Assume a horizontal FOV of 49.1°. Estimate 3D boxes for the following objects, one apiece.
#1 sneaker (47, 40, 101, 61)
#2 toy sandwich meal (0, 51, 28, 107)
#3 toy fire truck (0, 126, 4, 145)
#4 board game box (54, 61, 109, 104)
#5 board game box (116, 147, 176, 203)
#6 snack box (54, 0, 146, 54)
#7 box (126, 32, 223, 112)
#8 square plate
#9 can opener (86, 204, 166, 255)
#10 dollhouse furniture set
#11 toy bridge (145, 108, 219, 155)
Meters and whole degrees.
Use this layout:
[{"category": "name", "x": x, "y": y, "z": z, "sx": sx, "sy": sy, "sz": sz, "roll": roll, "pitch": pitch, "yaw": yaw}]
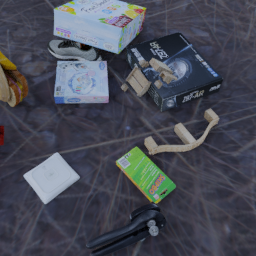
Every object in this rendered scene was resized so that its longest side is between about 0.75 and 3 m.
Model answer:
[{"category": "sneaker", "x": -2.026, "y": -3.003, "z": 10.464, "sx": 2.201, "sy": 0.873, "sz": 0.814, "roll": 17, "pitch": 57, "yaw": 14}, {"category": "toy sandwich meal", "x": -4.038, "y": -1.813, "z": 8.780, "sx": 0.798, "sy": 2.329, "sz": 2.329, "roll": -33, "pitch": 59, "yaw": -33}, {"category": "toy fire truck", "x": -3.820, "y": 0.022, "z": 7.948, "sx": 0.551, "sy": 0.825, "sz": 0.983, "roll": 0, "pitch": 38, "yaw": -24}, {"category": "board game box", "x": -1.577, "y": -1.612, "z": 9.672, "sx": 1.756, "sy": 0.383, "sz": 1.764, "roll": -2, "pitch": 53, "yaw": -5}, {"category": "board game box", "x": 0.477, "y": 1.279, "z": 7.673, "sx": 0.779, "sy": 0.244, "sz": 1.630, "roll": -34, "pitch": 58, "yaw": -22}, {"category": "snack box", "x": -0.945, "y": -4.033, "z": 10.525, "sx": 2.518, "sy": 1.010, "sz": 2.986, "roll": 19, "pitch": 38, "yaw": 10}, {"category": "box", "x": 1.536, "y": -2.103, "z": 9.934, "sx": 2.314, "sy": 0.629, "sz": 2.889, "roll": -19, "pitch": 56, "yaw": -14}, {"category": "square plate", "x": -2.108, "y": 1.314, "z": 7.688, "sx": 1.145, "sy": 0.163, "sz": 1.134, "roll": -36, "pitch": 62, "yaw": -24}, {"category": "can opener", "x": -0.001, "y": 2.511, "z": 6.622, "sx": 1.995, "sy": 0.784, "sz": 0.632, "roll": -26, "pitch": 97, "yaw": -15}, {"category": "dollhouse furniture set", "x": 0.711, "y": -1.437, "z": 9.275, "sx": 0.754, "sy": 1.544, "sz": 1.317, "roll": 9, "pitch": 39, "yaw": -46}, {"category": "toy bridge", "x": 1.707, "y": 0.243, "z": 8.367, "sx": 2.517, "sy": 0.343, "sz": 0.846, "roll": -24, "pitch": 57, "yaw": -17}]
